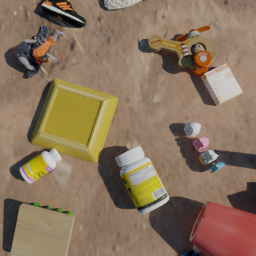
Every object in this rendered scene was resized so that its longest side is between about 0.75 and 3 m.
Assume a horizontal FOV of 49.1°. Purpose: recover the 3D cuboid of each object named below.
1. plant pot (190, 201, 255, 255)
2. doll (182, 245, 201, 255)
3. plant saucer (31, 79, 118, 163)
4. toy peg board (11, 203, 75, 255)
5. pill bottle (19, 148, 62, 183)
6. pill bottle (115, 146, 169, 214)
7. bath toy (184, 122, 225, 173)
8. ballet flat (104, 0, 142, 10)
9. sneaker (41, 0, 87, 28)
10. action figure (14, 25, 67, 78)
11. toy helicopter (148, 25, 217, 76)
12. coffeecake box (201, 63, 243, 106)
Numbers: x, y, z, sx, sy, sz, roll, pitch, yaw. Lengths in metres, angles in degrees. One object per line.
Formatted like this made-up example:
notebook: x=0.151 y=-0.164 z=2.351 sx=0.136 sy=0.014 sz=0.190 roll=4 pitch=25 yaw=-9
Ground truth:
plant pot: x=3.078 y=3.378 z=8.910 sx=1.796 sy=2.030 sz=2.030 roll=25 pitch=81 yaw=15
doll: x=2.180 y=4.615 z=9.397 sx=0.960 sy=0.341 sz=1.407 roll=17 pitch=74 yaw=11
plant saucer: x=-1.960 y=-0.342 z=10.086 sx=2.629 sy=0.637 sz=2.629 roll=17 pitch=81 yaw=2
toy peg board: x=-2.755 y=3.489 z=9.450 sx=1.805 sy=0.883 sz=1.797 roll=13 pitch=96 yaw=4
pill bottle: x=-3.022 y=1.285 z=9.773 sx=1.344 sy=0.700 sz=0.700 roll=-34 pitch=82 yaw=-5
pill bottle: x=0.439 y=1.721 z=9.469 sx=1.160 sy=1.160 sz=2.030 roll=-26 pitch=82 yaw=-4
bath toy: x=2.675 y=0.623 z=9.897 sx=0.711 sy=0.837 sz=1.924 roll=-19 pitch=75 yaw=-37
ballet flat: x=0.406 y=-5.462 z=10.791 sx=2.897 sy=1.039 sz=1.039 roll=-18 pitch=81 yaw=-2
sneaker: x=-2.359 y=-4.605 z=10.773 sx=1.913 sy=0.669 sz=0.861 roll=25 pitch=84 yaw=6
action figure: x=-3.302 y=-3.065 z=10.147 sx=2.133 sy=1.153 sz=2.205 roll=-4 pitch=71 yaw=28
toy helicopter: x=2.024 y=-3.070 z=10.405 sx=2.540 sy=1.002 sz=1.680 roll=16 pitch=82 yaw=9
coffeecake box: x=3.468 y=-1.603 z=10.379 sx=0.955 sy=0.455 sz=1.244 roll=-25 pitch=81 yaw=-4
